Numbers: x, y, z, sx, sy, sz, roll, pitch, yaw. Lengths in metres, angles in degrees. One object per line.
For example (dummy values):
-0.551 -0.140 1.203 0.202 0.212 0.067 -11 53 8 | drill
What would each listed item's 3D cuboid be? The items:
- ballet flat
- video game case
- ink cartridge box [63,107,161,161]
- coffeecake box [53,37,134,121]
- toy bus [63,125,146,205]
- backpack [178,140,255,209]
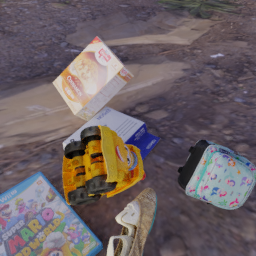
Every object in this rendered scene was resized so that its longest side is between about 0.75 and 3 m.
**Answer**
0.030 2.062 5.422 0.678 0.732 2.077 29 59 -21 | ballet flat
-2.043 2.226 6.061 1.833 0.228 2.562 -32 52 -29 | video game case
-0.425 0.357 8.045 2.068 0.420 2.064 24 47 24 | ink cartridge box
-1.096 -1.501 8.627 2.030 0.742 1.558 -43 62 10 | coffeecake box
-0.319 0.882 6.187 1.885 1.963 1.332 8 61 -32 | toy bus
2.071 1.097 6.219 1.513 1.343 1.139 24 5 -19 | backpack
